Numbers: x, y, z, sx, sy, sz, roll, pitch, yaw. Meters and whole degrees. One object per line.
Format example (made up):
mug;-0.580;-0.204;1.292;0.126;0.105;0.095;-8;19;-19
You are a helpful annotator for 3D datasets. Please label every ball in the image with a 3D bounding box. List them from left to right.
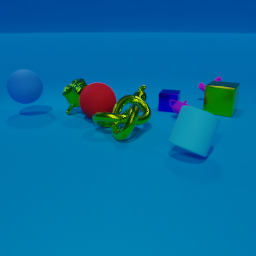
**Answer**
ball;-3.590;-1.440;9.779;1.195;1.195;1.195;0;21;0
ball;-0.998;-0.887;9.311;1.233;1.233;1.233;0;21;0

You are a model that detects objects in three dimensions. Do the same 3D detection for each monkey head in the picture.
monkey head;-1.701;-1.173;9.966;1.570;0.946;1.130;-41;31;-12
monkey head;0.285;-1.125;10.448;0.801;1.114;0.671;24;50;-1
monkey head;3.406;-1.617;11.525;0.866;1.203;0.725;33;-25;-16

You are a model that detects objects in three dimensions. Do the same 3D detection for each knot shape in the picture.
knot shape;-0.252;-0.314;8.319;1.655;0.817;1.769;-9;26;23

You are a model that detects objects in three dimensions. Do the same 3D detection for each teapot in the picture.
teapot;1.913;-0.684;9.637;1.084;0.531;0.674;24;8;-3

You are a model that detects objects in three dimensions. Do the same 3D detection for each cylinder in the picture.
cylinder;1.584;0.074;6.731;0.958;0.958;0.958;22;0;0

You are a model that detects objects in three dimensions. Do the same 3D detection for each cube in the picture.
cube;1.560;-1.030;10.544;0.704;0.704;0.704;7;22;17
cube;3.416;-1.093;10.242;1.036;1.036;1.036;11;24;27
